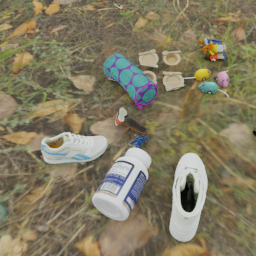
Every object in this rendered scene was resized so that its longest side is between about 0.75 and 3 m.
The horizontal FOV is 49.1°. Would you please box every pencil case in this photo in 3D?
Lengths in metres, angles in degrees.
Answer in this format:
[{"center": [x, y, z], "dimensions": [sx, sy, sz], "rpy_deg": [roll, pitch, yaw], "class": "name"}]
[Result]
[{"center": [0.061, -2.050, 11.923], "dimensions": [1.126, 1.223, 2.646], "rpy_deg": [15, 26, -51], "class": "pencil case"}]

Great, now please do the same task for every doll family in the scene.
[{"center": [4.160, -4.136, 13.999], "dimensions": [1.164, 0.845, 1.876], "rpy_deg": [-1, 48, -1], "class": "doll family"}]

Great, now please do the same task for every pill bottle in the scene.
[{"center": [-0.087, 1.631, 8.568], "dimensions": [1.163, 1.163, 2.094], "rpy_deg": [21, 51, 18], "class": "pill bottle"}]

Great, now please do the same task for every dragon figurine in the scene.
[{"center": [0.340, 0.433, 9.876], "dimensions": [0.364, 1.235, 0.614], "rpy_deg": [29, 92, 27], "class": "dragon figurine"}]

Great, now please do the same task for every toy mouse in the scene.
[{"center": [3.863, -2.076, 12.425], "dimensions": [2.171, 0.420, 1.930], "rpy_deg": [-19, 51, -16], "class": "toy mouse"}]

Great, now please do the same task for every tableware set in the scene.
[{"center": [1.483, -2.698, 12.782], "dimensions": [2.032, 0.282, 2.432], "rpy_deg": [-1, 63, 4], "class": "tableware set"}]

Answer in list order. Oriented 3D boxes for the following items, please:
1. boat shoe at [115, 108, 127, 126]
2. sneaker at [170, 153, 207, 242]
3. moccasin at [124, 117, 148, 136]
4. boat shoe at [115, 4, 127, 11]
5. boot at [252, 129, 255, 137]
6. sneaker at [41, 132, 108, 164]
[{"center": [-0.289, -0.459, 11.018], "dimensions": [0.361, 0.317, 1.014], "rpy_deg": [36, 32, -15], "class": "boat shoe"}, {"center": [1.901, 1.579, 8.268], "dimensions": [1.097, 1.721, 2.979], "rpy_deg": [8, 47, 10], "class": "sneaker"}, {"center": [0.300, -0.047, 10.652], "dimensions": [1.068, 0.412, 0.391], "rpy_deg": [27, 67, 19], "class": "moccasin"}, {"center": [-0.454, -7.536, 17.481], "dimensions": [0.785, 0.246, 0.280], "rpy_deg": [23, 50, 18], "class": "boat shoe"}, {"center": [6.105, 0.436, 10.073], "dimensions": [2.088, 0.908, 2.510], "rpy_deg": [-32, 56, -11], "class": "boot"}, {"center": [-1.815, 0.628, 9.653], "dimensions": [2.283, 0.922, 0.873], "rpy_deg": [-10, 47, -10], "class": "sneaker"}]
